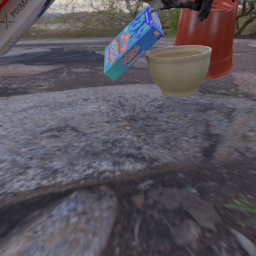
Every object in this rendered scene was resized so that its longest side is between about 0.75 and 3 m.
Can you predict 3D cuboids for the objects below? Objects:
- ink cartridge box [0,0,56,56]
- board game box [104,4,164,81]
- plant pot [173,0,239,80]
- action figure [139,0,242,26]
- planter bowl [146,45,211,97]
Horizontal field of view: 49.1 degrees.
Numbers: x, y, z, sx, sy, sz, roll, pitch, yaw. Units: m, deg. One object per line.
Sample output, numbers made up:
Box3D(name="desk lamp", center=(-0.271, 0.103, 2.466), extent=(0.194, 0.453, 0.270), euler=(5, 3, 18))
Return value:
Box3D(name="ink cartridge box", center=(-2.516, -2.612, 6.227), extent=(2.750, 0.615, 2.423), euler=(-41, 18, 14))
Box3D(name="board game box", center=(0.085, -2.230, 7.331), extent=(0.396, 1.762, 1.340), euler=(34, 33, -30))
Box3D(name="plant pot", center=(2.506, -3.096, 9.077), extent=(2.220, 2.160, 2.220), euler=(-2, 46, 2))
Box3D(name="action figure", center=(0.681, -2.435, 4.321), extent=(1.165, 1.357, 2.282), euler=(-12, 37, -36))
Box3D(name="planter bowl", center=(1.365, -1.500, 7.520), extent=(1.683, 1.132, 1.683), euler=(-6, 24, 3))
